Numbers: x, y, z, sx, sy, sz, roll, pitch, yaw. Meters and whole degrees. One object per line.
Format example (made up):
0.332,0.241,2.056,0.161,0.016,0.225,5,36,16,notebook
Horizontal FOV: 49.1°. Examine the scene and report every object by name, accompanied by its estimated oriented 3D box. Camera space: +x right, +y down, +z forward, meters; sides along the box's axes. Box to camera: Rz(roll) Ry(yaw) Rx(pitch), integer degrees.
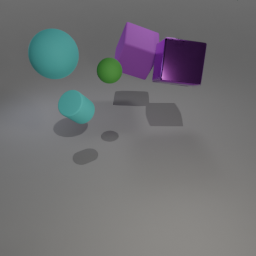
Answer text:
-0.508,-1.572,7.687,0.700,0.700,0.700,0,31,0,ball
1.722,-2.225,9.711,1.400,1.400,1.400,6,7,-7,cube
-2.121,-2.107,8.021,1.400,1.400,1.400,0,31,0,ball
0.329,-3.035,11.131,1.400,1.400,1.400,15,52,-14,cube
-1.315,-0.530,7.196,0.700,0.700,0.700,15,-9,24,cylinder
